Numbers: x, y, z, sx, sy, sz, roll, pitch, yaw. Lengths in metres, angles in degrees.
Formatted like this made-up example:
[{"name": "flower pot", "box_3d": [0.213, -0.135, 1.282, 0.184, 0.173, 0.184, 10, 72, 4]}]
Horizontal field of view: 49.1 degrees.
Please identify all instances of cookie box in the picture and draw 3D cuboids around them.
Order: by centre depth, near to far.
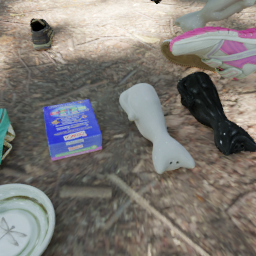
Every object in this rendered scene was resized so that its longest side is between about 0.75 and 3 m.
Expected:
[{"name": "cookie box", "box_3d": [-1.555, 0.001, 7.706, 1.376, 0.605, 1.609, -12, 43, -13]}]

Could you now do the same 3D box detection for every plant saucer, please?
[{"name": "plant saucer", "box_3d": [-2.432, 2.057, 5.479, 2.046, 0.513, 2.046, 0, 41, 0]}]

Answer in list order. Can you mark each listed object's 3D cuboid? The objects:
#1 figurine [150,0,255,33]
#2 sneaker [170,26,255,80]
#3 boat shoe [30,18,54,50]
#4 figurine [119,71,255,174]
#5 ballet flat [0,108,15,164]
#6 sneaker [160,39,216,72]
[{"name": "figurine", "box_3d": [1.913, -3.941, 8.118, 2.839, 2.770, 1.222, 35, 64, -22]}, {"name": "sneaker", "box_3d": [2.463, -1.789, 6.875, 2.883, 1.272, 1.173, 2, 23, 3]}, {"name": "boat shoe", "box_3d": [-3.801, -4.367, 12.337, 0.959, 0.944, 2.575, -11, 43, -12]}, {"name": "figurine", "box_3d": [1.513, -0.107, 7.502, 2.897, 1.247, 2.826, -14, 48, -14]}, {"name": "ballet flat", "box_3d": [-3.392, 0.300, 7.431, 0.665, 0.636, 1.889, 33, 35, -31]}, {"name": "sneaker", "box_3d": [2.628, -3.057, 10.882, 2.572, 0.901, 1.395, 19, 50, 10]}]
